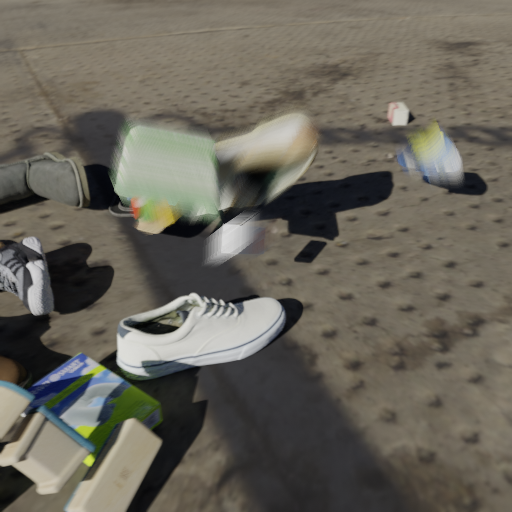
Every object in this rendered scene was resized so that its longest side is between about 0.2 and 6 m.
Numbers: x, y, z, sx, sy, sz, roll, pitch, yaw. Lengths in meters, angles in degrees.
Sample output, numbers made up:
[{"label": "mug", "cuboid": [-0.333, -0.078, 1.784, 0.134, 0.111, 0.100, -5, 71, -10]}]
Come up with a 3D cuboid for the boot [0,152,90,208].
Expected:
[{"label": "boot", "cuboid": [-5.445, -1.367, 11.822, 3.232, 1.173, 2.938, -15, 21, -33]}]

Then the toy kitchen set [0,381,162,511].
[{"label": "toy kitchen set", "cuboid": [-2.429, 2.141, 6.464, 1.554, 1.940, 1.143, -25, 25, 42]}]

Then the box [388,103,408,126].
[{"label": "box", "cuboid": [4.278, -4.282, 16.908, 0.402, 0.472, 0.739, -1, 33, -1]}]

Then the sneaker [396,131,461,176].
[{"label": "sneaker", "cuboid": [3.431, -1.972, 11.233, 0.810, 0.728, 1.969, 35, 7, -9]}]

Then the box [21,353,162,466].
[{"label": "box", "cuboid": [-2.253, 1.976, 7.393, 1.784, 0.425, 1.088, 22, 38, 29]}]

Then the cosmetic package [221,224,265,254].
[{"label": "cosmetic package", "cuboid": [-0.188, -0.254, 8.813, 0.311, 0.443, 0.873, 5, 3, 28]}]

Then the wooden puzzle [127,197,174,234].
[{"label": "wooden puzzle", "cuboid": [-2.200, -1.135, 10.842, 0.254, 1.466, 2.173, -14, 6, -28]}]

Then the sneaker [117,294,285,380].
[{"label": "sneaker", "cuboid": [-0.746, 1.041, 8.327, 2.669, 0.945, 0.975, -16, 37, -23]}]

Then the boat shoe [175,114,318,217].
[{"label": "boat shoe", "cuboid": [-0.321, -1.442, 10.041, 3.028, 1.132, 1.036, -28, 38, 24]}]

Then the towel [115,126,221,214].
[{"label": "towel", "cuboid": [-1.257, -1.315, 8.253, 1.444, 0.221, 1.893, 9, 38, -14]}]

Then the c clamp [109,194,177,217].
[{"label": "c clamp", "cuboid": [-2.485, -1.225, 12.509, 1.510, 0.239, 1.768, -7, 35, -1]}]

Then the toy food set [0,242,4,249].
[{"label": "toy food set", "cuboid": [-5.242, -0.035, 10.628, 0.969, 0.238, 0.978, -27, 42, -35]}]

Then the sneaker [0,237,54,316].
[{"label": "sneaker", "cuboid": [-4.150, 0.437, 9.415, 1.261, 0.836, 2.215, -13, 30, -19]}]

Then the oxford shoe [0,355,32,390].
[{"label": "oxford shoe", "cuboid": [-4.340, 1.400, 7.660, 2.641, 1.115, 0.960, 10, 32, 11]}]
